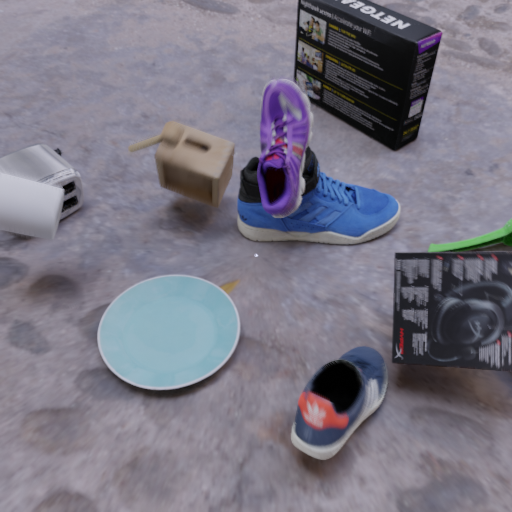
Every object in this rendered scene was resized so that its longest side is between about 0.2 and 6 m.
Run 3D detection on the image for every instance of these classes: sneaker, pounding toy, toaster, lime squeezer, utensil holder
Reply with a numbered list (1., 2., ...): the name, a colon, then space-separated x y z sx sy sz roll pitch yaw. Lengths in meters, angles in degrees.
1. sneaker: 1.283 1.707 7.676 0.879 0.991 2.346 18 29 22
2. pounding toy: -1.324 -1.945 10.114 1.746 1.988 0.909 21 70 3
3. toaster: -4.269 -1.319 10.855 1.299 1.142 2.010 35 50 24
4. sneaker: 0.418 -1.706 8.930 0.891 2.210 0.922 0 7 15
5. lime squeezer: 5.114 -0.024 9.899 3.789 0.715 1.338 20 49 17
6. utensil holder: -3.634 -0.768 8.764 1.052 0.894 0.894 13 44 -16
7. sneaker: 1.205 -1.200 10.284 3.125 1.738 1.199 -1 46 -1

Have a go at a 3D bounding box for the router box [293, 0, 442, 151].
1. router box: 2.325 -4.332 12.747 0.884 2.581 3.461 -31 54 -26

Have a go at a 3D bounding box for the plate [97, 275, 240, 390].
1. plate: -1.377 1.210 8.973 2.248 0.287 2.248 0 47 0

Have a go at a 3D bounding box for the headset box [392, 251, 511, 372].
1. headset box: 3.110 0.790 7.960 2.195 0.847 1.633 -1 80 23
